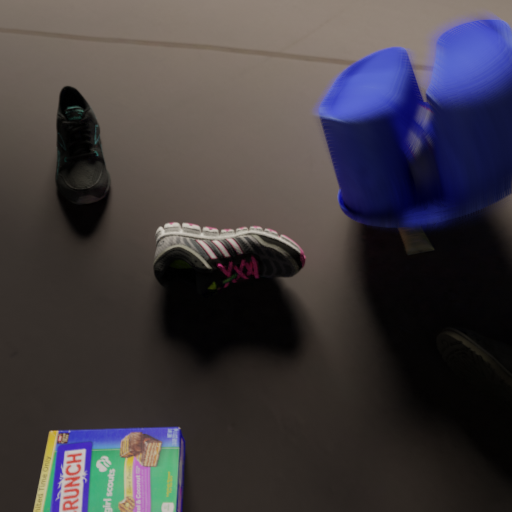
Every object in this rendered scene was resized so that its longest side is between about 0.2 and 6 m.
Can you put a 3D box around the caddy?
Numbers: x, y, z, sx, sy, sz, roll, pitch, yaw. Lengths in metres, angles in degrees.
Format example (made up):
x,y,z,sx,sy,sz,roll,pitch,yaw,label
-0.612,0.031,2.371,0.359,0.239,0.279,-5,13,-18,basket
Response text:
x,y,z,sx,sy,sz,roll,pitch,yaw,label
3.177,-2.289,10.289,3.471,2.577,4.910,-10,29,28,caddy

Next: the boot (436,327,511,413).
x,y,z,sx,sy,sz,roll,pitch,yaw,label
4.474,1.211,8.870,2.423,0.967,2.665,39,67,11,boot

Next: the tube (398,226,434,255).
x,y,z,sx,sy,sz,roll,pitch,yaw,label
2.899,-0.605,10.758,0.399,0.357,1.374,-36,52,26,tube

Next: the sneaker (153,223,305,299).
x,y,z,sx,sy,sz,roll,pitch,yaw,label
-0.559,0.190,9.688,2.762,1.019,1.208,6,52,10,sneaker

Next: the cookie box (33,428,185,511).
x,y,z,sx,sy,sz,roll,pitch,yaw,label
-1.920,3.155,7.472,1.821,0.684,1.558,-2,53,-1,cookie box

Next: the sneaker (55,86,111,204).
x,y,z,sx,sy,sz,roll,pitch,yaw,label
-3.740,-2.303,11.581,1.109,1.166,2.941,-13,54,-12,sneaker
